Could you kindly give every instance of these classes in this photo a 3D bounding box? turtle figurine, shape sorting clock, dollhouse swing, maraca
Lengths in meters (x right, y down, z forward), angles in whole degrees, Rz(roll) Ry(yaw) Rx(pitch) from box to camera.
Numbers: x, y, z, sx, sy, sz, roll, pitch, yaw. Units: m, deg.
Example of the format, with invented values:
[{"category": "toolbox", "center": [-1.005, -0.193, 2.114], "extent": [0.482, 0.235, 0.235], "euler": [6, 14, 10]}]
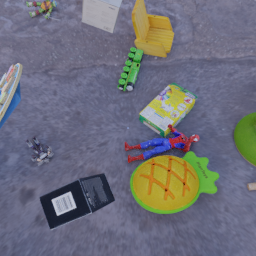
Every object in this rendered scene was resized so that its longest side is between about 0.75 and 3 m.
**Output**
[{"category": "turtle figurine", "center": [-3.877, -5.504, 12.693], "extent": [1.310, 0.972, 1.351], "euler": [-15, 53, -3]}, {"category": "shape sorting clock", "center": [-2.707, -0.444, 5.717], "extent": [2.013, 0.395, 2.013], "euler": [-33, 39, 32]}, {"category": "dollhouse swing", "center": [1.078, -4.227, 11.471], "extent": [1.671, 1.616, 1.839], "euler": [11, 57, 8]}, {"category": "maraca", "center": [1.314, 1.469, 7.907], "extent": [2.560, 1.369, 1.755], "euler": [-15, 54, -15]}]

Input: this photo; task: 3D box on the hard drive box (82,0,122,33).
[{"category": "hard drive box", "center": [-0.879, -3.996, 9.355], "extent": [1.205, 1.547, 0.594], "euler": [18, 77, -8]}]

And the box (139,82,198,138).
[{"category": "box", "center": [1.450, -0.708, 9.856], "extent": [1.179, 0.486, 2.009], "euler": [37, 67, 22]}]

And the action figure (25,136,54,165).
[{"category": "action figure", "center": [-2.846, 0.745, 8.979], "extent": [0.685, 0.365, 1.053], "euler": [-34, 67, -29]}]

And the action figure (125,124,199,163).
[{"category": "action figure", "center": [1.154, 0.386, 8.765], "extent": [2.422, 1.199, 0.790], "euler": [-10, 58, -9]}]

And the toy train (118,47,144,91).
[{"category": "toy train", "center": [0.140, -2.289, 10.921], "extent": [0.625, 0.463, 2.218], "euler": [17, 58, -1]}]

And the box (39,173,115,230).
[{"category": "box", "center": [-1.001, 1.477, 5.826], "extent": [0.960, 1.293, 0.692], "euler": [-26, 80, 15]}]

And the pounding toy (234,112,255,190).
[{"category": "pounding toy", "center": [4.632, 0.389, 8.617], "extent": [2.215, 1.332, 2.870], "euler": [1, 56, 1]}]
